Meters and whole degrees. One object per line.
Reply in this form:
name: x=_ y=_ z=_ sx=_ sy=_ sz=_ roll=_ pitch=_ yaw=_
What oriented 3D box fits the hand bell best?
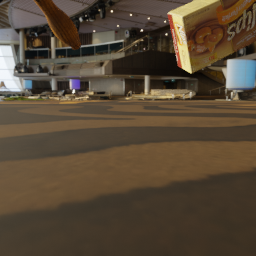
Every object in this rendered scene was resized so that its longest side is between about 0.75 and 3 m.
hand bell: x=-1.587 y=-2.425 z=5.154 sx=1.500 sy=1.500 sz=2.882 roll=3 pitch=-20 yaw=21

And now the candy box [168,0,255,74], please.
candy box: x=2.773 y=-3.067 z=8.259 sx=2.991 sy=1.726 sz=0.827 roll=-28 pitch=38 yaw=-10
